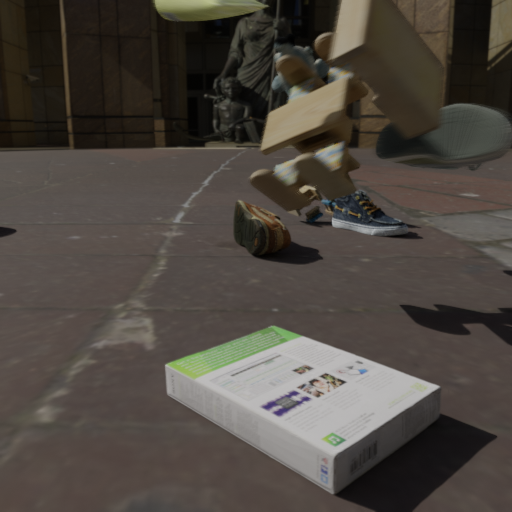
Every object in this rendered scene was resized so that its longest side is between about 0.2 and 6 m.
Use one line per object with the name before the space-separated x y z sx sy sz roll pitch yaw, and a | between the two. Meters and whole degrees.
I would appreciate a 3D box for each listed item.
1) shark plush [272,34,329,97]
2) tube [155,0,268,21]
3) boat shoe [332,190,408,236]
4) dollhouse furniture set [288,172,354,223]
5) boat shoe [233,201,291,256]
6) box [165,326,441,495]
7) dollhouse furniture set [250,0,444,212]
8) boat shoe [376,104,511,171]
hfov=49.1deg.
shark plush | 0.901 -3.298 10.266 1.166 1.069 2.566 -13 -13 2
tube | -0.743 -3.606 7.991 2.074 0.602 0.538 33 -10 48
boat shoe | 2.698 -1.057 13.512 2.079 0.944 0.736 13 19 43
dollhouse furniture set | 1.717 -1.431 15.261 1.789 1.261 1.254 -35 23 -11
boat shoe | 0.089 -0.569 11.986 0.873 0.895 2.365 1 21 -17
box | 0.387 1.287 5.327 1.562 0.393 2.164 -13 20 -42
dollhouse furniture set | 0.977 -2.322 8.033 2.716 2.380 1.804 -13 -35 43
boat shoe | 3.222 -1.918 9.563 0.845 0.972 2.637 16 -6 -32
